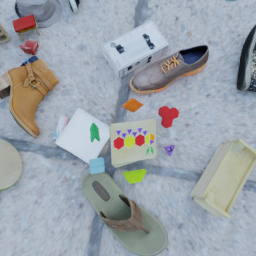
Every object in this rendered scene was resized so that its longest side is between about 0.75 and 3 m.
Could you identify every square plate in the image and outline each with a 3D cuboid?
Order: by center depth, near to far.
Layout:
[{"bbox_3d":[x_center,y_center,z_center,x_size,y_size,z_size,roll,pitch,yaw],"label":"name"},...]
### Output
[{"bbox_3d":[-1.272,0.254,8.311,1.268,0.182,1.280,32,75,-3],"label":"square plate"}]

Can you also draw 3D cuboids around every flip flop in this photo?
[{"bbox_3d":[-0.175,2.227,7.461,1.171,0.831,2.887,-41,77,-11],"label":"flip flop"}]

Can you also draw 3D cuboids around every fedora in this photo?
[{"bbox_3d":[-3.141,-4.258,9.498,1.635,0.738,1.446,28,76,8],"label":"fedora"}]

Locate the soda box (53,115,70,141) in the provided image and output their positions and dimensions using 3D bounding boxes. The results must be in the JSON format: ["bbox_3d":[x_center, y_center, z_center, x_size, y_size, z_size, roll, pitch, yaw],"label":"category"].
[{"bbox_3d":[-2.002,0.028,8.445,0.265,0.246,0.774,12,73,4],"label":"soda box"}]

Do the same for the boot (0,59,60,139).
[{"bbox_3d":[-2.801,-0.960,8.463,1.744,0.831,2.254,-33,87,-19],"label":"boot"}]

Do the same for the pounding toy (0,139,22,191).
[{"bbox_3d":[-4.063,1.031,7.697,2.027,0.941,1.565,34,39,-29],"label":"pounding toy"}]

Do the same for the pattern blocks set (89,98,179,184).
[{"bbox_3d":[0.183,0.368,7.626,2.634,0.213,2.315,3,98,-28],"label":"pattern blocks set"}]

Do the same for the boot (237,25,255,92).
[{"bbox_3d":[4.471,-2.059,8.800,1.710,0.817,2.263,15,80,3],"label":"boot"}]

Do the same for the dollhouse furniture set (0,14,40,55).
[{"bbox_3d":[-4.099,-2.677,8.791,2.637,1.072,1.419,-20,74,-4],"label":"dollhouse furniture set"}]

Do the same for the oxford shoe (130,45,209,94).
[{"bbox_3d":[1.264,-1.908,8.654,2.664,0.971,0.950,-26,75,-8],"label":"oxford shoe"}]

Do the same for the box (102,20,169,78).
[{"bbox_3d":[0.242,-2.545,9.063,1.883,0.566,1.098,-31,75,-8],"label":"box"}]

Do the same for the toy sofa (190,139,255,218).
[{"bbox_3d":[2.658,1.350,7.666,0.848,0.999,2.047,36,75,-5],"label":"toy sofa"}]

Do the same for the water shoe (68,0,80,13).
[{"bbox_3d":[-1.793,-4.857,9.734,0.712,0.645,1.804,-11,74,-5],"label":"water shoe"}]

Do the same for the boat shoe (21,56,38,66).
[{"bbox_3d":[-3.239,-1.963,9.008,0.406,0.331,0.965,30,76,9],"label":"boat shoe"}]
